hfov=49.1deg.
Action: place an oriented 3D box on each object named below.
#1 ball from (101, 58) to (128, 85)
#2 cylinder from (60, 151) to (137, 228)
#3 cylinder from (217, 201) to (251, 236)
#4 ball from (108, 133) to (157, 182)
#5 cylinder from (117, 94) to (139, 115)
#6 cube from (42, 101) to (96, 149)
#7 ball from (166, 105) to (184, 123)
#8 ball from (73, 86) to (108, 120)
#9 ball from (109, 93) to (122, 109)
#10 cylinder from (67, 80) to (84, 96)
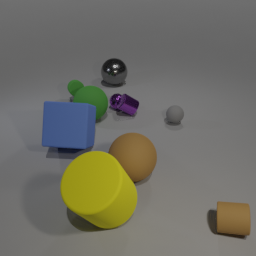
[{"bbox_3d":[-0.722,-2.948,14.704,1.400,1.400,1.400,0,30,0],"label":"ball"},{"bbox_3d":[-0.613,1.441,6.417,1.400,1.400,1.400,-8,58,13],"label":"cylinder"},{"bbox_3d":[2.428,2.080,6.477,0.700,0.700,0.700,0,28,19],"label":"cylinder"},{"bbox_3d":[0.126,0.830,8.016,1.400,1.400,1.400,0,30,0],"label":"ball"},{"bbox_3d":[-0.004,-0.980,11.721,0.700,0.700,0.700,27,21,-23],"label":"cylinder"},{"bbox_3d":[-1.886,-0.101,9.209,1.400,1.400,1.400,3,1,3],"label":"cube"},{"bbox_3d":[1.857,-0.550,11.056,0.700,0.700,0.700,0,30,0],"label":"ball"},{"bbox_3d":[-1.497,-1.000,11.262,1.400,1.400,1.400,0,30,0],"label":"ball"},{"bbox_3d":[-0.468,-1.164,12.295,0.700,0.700,0.700,0,30,0],"label":"ball"},{"bbox_3d":[-2.352,-1.801,12.633,0.700,0.700,0.700,-9,16,-15],"label":"cylinder"}]
